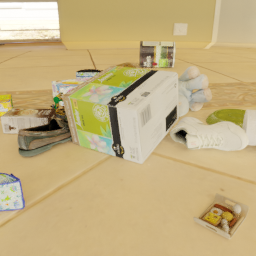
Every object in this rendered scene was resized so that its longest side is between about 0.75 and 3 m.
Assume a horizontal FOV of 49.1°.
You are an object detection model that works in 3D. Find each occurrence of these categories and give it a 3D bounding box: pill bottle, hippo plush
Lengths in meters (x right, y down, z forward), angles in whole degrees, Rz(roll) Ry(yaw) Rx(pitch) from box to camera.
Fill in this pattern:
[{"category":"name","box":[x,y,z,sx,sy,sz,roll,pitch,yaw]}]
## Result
[{"category":"pill bottle","box":[4.959,0.102,8.465,2.697,1.503,1.503,6,23,17]},{"category":"hippo plush","box":[2.183,-1.548,11.885,2.362,1.882,1.899,39,49,25]}]

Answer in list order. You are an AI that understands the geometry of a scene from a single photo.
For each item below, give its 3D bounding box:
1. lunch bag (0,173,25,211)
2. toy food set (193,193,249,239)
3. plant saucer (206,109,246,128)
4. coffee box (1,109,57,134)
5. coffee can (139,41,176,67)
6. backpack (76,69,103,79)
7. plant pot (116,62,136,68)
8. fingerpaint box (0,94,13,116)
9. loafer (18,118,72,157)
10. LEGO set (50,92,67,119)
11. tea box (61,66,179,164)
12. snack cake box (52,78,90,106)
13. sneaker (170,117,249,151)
[{"category":"lunch bag","box":[-2.744,1.420,6.213,0.885,0.752,0.564,4,23,10]},{"category":"toy food set","box":[1.963,1.791,5.858,0.769,0.324,1.072,18,28,38]},{"category":"plant saucer","box":[4.322,-0.351,11.149,2.322,0.361,2.322,-1,22,0]},{"category":"coffee box","box":[-3.646,-0.264,10.463,1.742,0.694,0.996,0,22,1]},{"category":"coffee can","box":[2.375,-6.029,22.888,2.826,2.068,2.068,2,22,4]},{"category":"backpack","box":[-2.385,-3.098,17.074,1.359,1.281,1.666,21,9,40]},{"category":"plant pot","box":[-0.419,-2.061,12.475,1.766,1.766,1.894,-19,-8,-39]},{"category":"fingerpaint box","box":[-5.980,-0.948,12.251,1.703,0.625,1.421,-9,23,-19]},{"category":"loafer","box":[-2.477,0.075,9.355,0.971,0.850,2.703,7,23,30]},{"category":"LEGO set","box":[-2.212,-0.841,11.274,1.584,1.218,0.918,8,26,13]},{"category":"tea box","box":[-0.119,-0.631,9.245,2.753,1.870,2.798,12,36,29]},{"category":"snack cake box","box":[-2.264,-1.921,14.238,2.814,0.946,1.618,-11,26,-26]},{"category":"sneaker","box":[2.432,0.366,8.834,2.504,0.976,1.244,8,28,43]}]
